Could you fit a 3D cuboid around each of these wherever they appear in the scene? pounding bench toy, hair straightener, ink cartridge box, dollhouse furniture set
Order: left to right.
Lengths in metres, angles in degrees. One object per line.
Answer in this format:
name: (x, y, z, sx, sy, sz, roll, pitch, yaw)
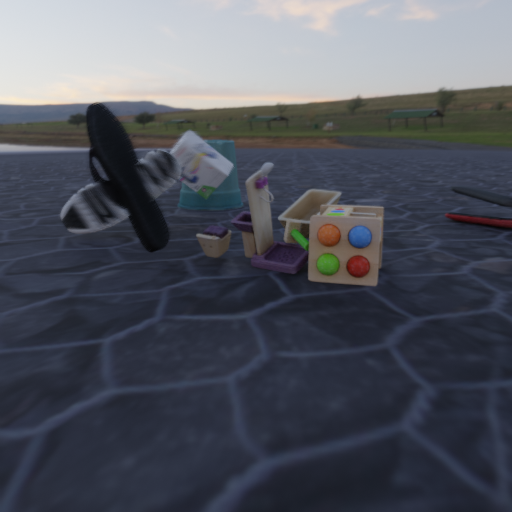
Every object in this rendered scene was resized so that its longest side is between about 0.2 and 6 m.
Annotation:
ink cartridge box: (-1.370, -2.105, 13.043, 1.325, 0.963, 0.580, 38, 39, -14)
dollhouse furniture set: (0.276, -1.038, 8.997, 1.744, 1.562, 2.201, 10, 34, 30)
pounding bench toy: (1.028, -0.185, 8.085, 1.514, 0.941, 1.181, 4, 14, 15)
hair straightener: (5.419, -1.155, 11.251, 0.710, 1.335, 3.470, 0, 11, -33)

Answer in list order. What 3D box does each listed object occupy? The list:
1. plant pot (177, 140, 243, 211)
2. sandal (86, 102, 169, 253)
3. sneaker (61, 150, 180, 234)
plant pot: (-1.209, -2.156, 14.700, 1.752, 1.716, 1.752, 0, 14, 0)
sandal: (-2.108, -1.113, 8.571, 0.579, 2.418, 0.909, -15, 19, 18)
sneaker: (-2.615, -1.136, 11.067, 2.475, 0.930, 1.003, -30, -2, -12)
